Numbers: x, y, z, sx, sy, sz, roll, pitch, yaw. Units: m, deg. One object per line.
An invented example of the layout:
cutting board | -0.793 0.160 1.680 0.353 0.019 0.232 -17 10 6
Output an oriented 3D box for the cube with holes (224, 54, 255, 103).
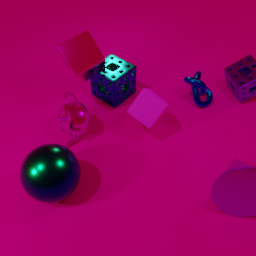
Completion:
cube with holes | 3.794 -1.582 9.058 0.919 0.919 0.919 -29 57 9

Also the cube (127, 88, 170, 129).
cube | 0.590 -0.564 7.892 0.810 0.810 0.810 38 14 6

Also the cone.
cone | 2.742 1.146 6.920 1.429 1.429 1.434 8 28 7

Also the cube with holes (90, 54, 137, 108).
cube with holes | -0.482 -1.558 9.225 1.083 1.083 1.083 32 55 26

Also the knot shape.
knot shape | 2.239 -1.345 9.046 0.583 1.180 1.261 -28 62 22

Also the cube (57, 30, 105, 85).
cube | -1.313 -1.994 8.078 0.986 0.986 0.986 -31 87 -7

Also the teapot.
teapot | -1.621 -0.205 8.001 0.797 1.629 1.013 -8 10 -39

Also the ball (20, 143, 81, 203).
ball | -1.827 1.062 6.656 1.396 1.396 1.396 0 48 0
